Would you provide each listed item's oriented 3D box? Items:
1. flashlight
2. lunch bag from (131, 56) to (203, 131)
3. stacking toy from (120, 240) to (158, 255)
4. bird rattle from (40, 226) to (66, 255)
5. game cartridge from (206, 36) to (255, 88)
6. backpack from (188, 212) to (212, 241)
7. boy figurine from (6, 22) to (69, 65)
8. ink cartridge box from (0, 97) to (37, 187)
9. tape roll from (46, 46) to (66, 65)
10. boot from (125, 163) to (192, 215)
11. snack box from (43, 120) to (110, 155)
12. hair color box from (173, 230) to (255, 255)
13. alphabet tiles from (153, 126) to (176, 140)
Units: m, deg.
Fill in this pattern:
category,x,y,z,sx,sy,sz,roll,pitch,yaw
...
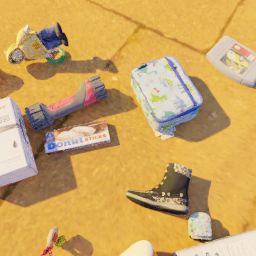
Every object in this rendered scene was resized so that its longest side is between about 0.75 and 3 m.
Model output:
category,x,y,z,sx,sy,sz,roll,pitch,yaw
flashlight,-2.235,-0.988,10.201,2.943,1.000,0.996,-23,43,-9
lunch bag,1.378,-1.348,10.304,2.066,1.060,2.570,-19,66,-11
stacking toy,0.822,4.616,7.409,2.781,2.032,2.032,41,71,-1
bird rattle,-2.243,3.294,8.176,0.513,0.911,0.743,7,96,17
game cartridge,4.379,-2.661,11.272,2.256,0.461,1.501,39,75,16
backpack,2.212,2.998,8.593,0.705,0.598,0.794,4,60,1
boy figurine,-3.602,-3.197,10.683,2.491,1.549,0.803,-19,54,4
ink cartridge box,-4.377,0.535,9.358,1.913,1.114,2.626,-20,68,-8
tape roll,-2.998,-3.000,11.532,0.818,0.197,0.818,0,65,0
boot,1.043,1.847,9.013,1.997,0.721,1.509,11,63,12
snack box,-1.811,0.326,9.958,2.264,0.275,0.814,-12,66,-5
hair color box,2.706,3.883,8.056,2.516,0.762,1.258,-13,66,-6
alphabet tiles,1.321,0.034,10.217,0.787,0.057,0.770,-18,67,-9
